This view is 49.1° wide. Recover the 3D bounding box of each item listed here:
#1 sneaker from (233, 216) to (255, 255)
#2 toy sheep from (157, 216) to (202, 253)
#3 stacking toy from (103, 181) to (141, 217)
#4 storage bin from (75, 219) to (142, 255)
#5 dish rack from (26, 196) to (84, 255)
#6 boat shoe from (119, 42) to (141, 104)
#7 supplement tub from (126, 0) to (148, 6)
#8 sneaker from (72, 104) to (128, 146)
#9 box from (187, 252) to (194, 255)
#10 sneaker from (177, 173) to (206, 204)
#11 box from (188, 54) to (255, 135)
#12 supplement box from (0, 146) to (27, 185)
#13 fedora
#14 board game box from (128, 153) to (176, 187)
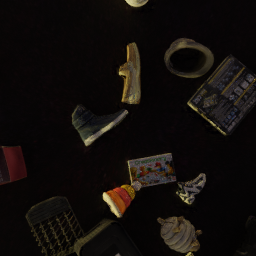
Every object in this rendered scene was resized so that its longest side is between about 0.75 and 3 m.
[{"bbox_3d":[4.427,3.858,9.868,2.963,1.122,1.297,-33,74,-8],"label":"sneaker"},{"bbox_3d":[1.752,3.636,9.698,1.770,1.221,1.221,42,87,-2],"label":"toy sheep"},{"bbox_3d":[-0.087,2.325,9.747,1.367,0.999,0.999,-35,86,-17],"label":"stacking toy"},{"bbox_3d":[-0.480,4.470,9.373,1.634,1.133,2.417,-34,90,-22],"label":"storage bin"},{"bbox_3d":[-2.515,3.649,9.883,1.760,0.626,2.295,-24,95,-3],"label":"dish rack"},{"bbox_3d":[0.049,-2.012,10.279,0.751,0.837,2.263,-2,86,-6],"label":"boat shoe"},{"bbox_3d":[0.339,-5.285,10.125,1.072,1.625,1.072,0,86,-1],"label":"supplement tub"},{"bbox_3d":[-1.103,-0.462,10.206,1.964,0.747,1.419,-35,89,-1],"label":"sneaker"},{"bbox_3d":[2.637,5.704,9.653,1.134,0.928,2.388,-42,86,-2],"label":"box"},{"bbox_3d":[2.218,2.047,10.149,0.790,0.485,1.214,32,96,-6],"label":"sneaker"},{"bbox_3d":[3.690,-1.205,10.351,1.903,0.580,2.361,40,87,1],"label":"box"},{"bbox_3d":[-5.202,1.532,9.649,2.818,1.555,1.207,-14,87,-1],"label":"supplement box"},{"bbox_3d":[2.170,-2.661,10.218,1.754,1.551,0.792,10,54,-11],"label":"fedora"},{"bbox_3d":[0.880,1.569,10.287,1.619,0.280,1.022,-10,86,-1],"label":"board game box"}]
